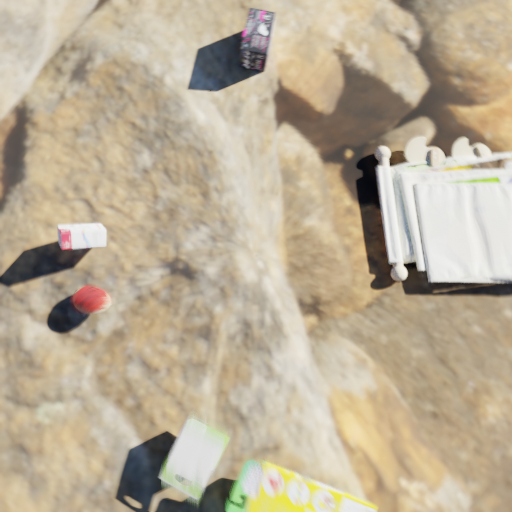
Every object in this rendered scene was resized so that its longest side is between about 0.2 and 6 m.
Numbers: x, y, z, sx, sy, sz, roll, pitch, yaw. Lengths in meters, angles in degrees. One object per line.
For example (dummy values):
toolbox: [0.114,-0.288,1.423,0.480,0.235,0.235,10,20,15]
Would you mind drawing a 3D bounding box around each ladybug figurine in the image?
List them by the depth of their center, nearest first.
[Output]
ladybug figurine: [-2.867,0.744,9.714,0.784,0.282,0.532,15,48,28]

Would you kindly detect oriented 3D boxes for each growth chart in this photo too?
growth chart: [4.214,-0.736,10.220,4.126,0.366,2.986,5,74,1]

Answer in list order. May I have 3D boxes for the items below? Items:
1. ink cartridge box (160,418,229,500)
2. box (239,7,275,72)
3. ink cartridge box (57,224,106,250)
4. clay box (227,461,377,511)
ink cartridge box: [-0.983,3.206,8.910,0.724,0.371,0.979,26,84,8]
box: [0.029,-4.249,11.040,0.554,0.638,0.966,11,75,-1]
ink cartridge box: [-3.074,-0.349,9.866,0.762,0.562,0.326,-3,108,-24]
clay box: [0.608,4.071,8.622,2.201,0.524,1.264,23,76,-4]
